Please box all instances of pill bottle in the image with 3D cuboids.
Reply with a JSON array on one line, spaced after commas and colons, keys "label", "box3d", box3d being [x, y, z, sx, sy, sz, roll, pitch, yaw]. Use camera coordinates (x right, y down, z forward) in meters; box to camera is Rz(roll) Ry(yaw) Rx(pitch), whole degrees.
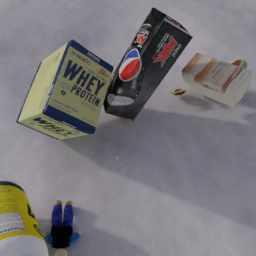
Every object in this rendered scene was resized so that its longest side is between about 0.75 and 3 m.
[{"label": "pill bottle", "box3d": [-2.168, 2.036, 4.886, 1.294, 1.294, 2.264, -26, 40, -20]}]

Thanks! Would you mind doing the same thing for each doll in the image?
[{"label": "doll", "box3d": [-1.337, 2.112, 5.811, 0.813, 0.289, 1.192, 8, 50, -15]}]

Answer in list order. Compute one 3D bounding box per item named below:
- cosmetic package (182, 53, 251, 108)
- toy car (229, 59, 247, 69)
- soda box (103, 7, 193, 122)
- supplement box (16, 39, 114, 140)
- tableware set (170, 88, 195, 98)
[{"label": "cosmetic package", "box3d": [2.297, -1.290, 7.388, 1.572, 0.686, 0.812, 29, 69, 31]}, {"label": "toy car", "box3d": [2.681, -1.543, 8.267, 1.370, 1.081, 1.125, 15, 30, 21]}, {"label": "soda box", "box3d": [0.355, -1.508, 7.153, 0.970, 2.741, 0.868, 17, 33, -30]}, {"label": "supplement box", "box3d": [-1.529, -0.804, 6.758, 1.809, 1.216, 1.811, -10, 60, 50]}, {"label": "tableware set", "box3d": [1.746, -1.208, 8.409, 0.923, 0.185, 0.610, -22, 27, -6]}]
